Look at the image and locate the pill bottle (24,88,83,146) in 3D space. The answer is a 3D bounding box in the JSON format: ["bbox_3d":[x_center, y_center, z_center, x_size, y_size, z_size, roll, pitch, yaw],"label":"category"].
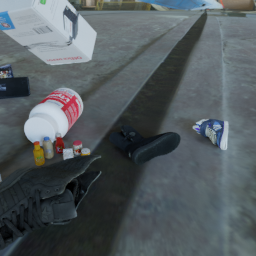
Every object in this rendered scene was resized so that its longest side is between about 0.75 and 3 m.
[{"bbox_3d":[-2.005,-0.321,7.657,1.065,1.065,1.897,4,27,8],"label":"pill bottle"}]

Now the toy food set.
[{"bbox_3d":[-1.565,0.458,6.679,1.284,0.578,0.613,-5,28,-9],"label":"toy food set"}]

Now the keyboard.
[{"bbox_3d":[-4.708,-1.677,10.331,2.006,1.275,0.207,-6,-7,-16],"label":"keyboard"}]

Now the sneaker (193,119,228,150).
[{"bbox_3d":[2.161,0.149,7.419,0.914,0.503,1.249,4,29,19],"label":"sneaker"}]

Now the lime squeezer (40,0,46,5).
[{"bbox_3d":[-0.809,-2.487,4.004,0.314,0.589,1.667,31,66,15],"label":"lime squeezer"}]

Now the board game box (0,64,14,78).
[{"bbox_3d":[-5.035,-1.961,11.082,0.214,0.839,1.238,8,29,17],"label":"board game box"}]

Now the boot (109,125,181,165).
[{"bbox_3d":[0.407,0.252,7.080,1.472,0.562,1.237,-22,38,-25],"label":"boot"}]

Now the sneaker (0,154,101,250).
[{"bbox_3d":[-1.557,1.301,4.740,1.479,0.852,2.837,2,24,14],"label":"sneaker"}]

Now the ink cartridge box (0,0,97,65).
[{"bbox_3d":[-2.548,-3.161,8.692,1.962,1.132,2.705,3,-17,28],"label":"ink cartridge box"}]
